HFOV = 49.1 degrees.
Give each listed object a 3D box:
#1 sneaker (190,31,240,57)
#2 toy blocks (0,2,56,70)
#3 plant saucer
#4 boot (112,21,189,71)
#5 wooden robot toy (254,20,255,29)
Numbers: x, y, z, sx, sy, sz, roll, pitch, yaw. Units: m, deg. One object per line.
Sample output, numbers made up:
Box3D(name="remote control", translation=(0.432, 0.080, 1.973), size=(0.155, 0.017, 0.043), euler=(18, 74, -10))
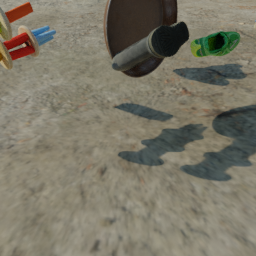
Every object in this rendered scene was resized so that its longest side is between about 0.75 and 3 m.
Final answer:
Box3D(name="sneaker", translation=(2.632, -2.381, 7.979), size=(1.832, 0.678, 0.765), euler=(-21, 13, -28))
Box3D(name="toy blocks", translation=(-2.575, -2.127, 6.293), size=(2.261, 1.885, 0.821), euler=(-38, 85, -30))
Box3D(name="plant saucer", translation=(0.323, -2.831, 7.559), size=(0.497, 2.888, 2.888), euler=(24, 42, 36))
Box3D(name="boot", translation=(0.288, -1.717, 6.255), size=(1.831, 0.664, 1.665), euler=(-7, 17, 39))
Box3D(name="wooden robot toy", translation=(3.605, -2.265, 7.011), size=(0.901, 0.928, 2.045), euler=(2, 40, -9))
